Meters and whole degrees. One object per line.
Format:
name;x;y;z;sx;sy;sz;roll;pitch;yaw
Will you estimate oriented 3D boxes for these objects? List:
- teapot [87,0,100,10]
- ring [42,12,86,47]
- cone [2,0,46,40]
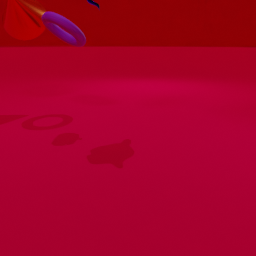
teapot;-0.865;-3.598;7.041;0.625;1.276;0.793;3;0;0
ring;-1.864;-2.856;8.181;1.403;0.281;1.403;28;-6;3
cone;-3.216;-3.528;8.173;1.408;1.408;1.414;-1;-7;-3
